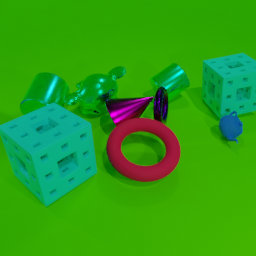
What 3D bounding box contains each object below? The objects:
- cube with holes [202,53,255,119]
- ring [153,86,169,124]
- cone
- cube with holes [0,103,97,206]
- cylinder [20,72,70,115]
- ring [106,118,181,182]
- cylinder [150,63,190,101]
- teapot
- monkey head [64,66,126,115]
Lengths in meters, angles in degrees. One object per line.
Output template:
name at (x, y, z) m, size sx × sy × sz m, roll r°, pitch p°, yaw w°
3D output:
cube with holes at (3.012, -1.249, 8.115) m, size 1.267 × 1.267 × 1.267 m, roll -12°, pitch 35°, yaw -6°
ring at (0.905, -0.565, 7.609) m, size 0.226 × 1.128 × 1.128 m, roll 4°, pitch 37°, yaw 18°
cone at (0.179, -0.533, 7.248) m, size 1.127 × 1.123 × 1.123 m, roll -28°, pitch 37°, yaw 11°
cube with holes at (-1.653, 0.491, 5.964) m, size 1.335 × 1.335 × 1.335 m, roll 27°, pitch 44°, yaw 36°
cylinder at (-2.269, -0.798, 7.726) m, size 1.064 × 1.064 × 1.064 m, roll 6°, pitch 54°, yaw 8°
ring at (0.350, 0.445, 6.317) m, size 1.684 × 0.337 × 1.684 m, roll 2°, pitch 51°, yaw -2°
cylinder at (1.274, -1.385, 8.597) m, size 0.903 × 0.903 × 0.903 m, roll -35°, pitch 44°, yaw -2°
teapot at (2.702, -0.010, 7.241) m, size 0.522 × 0.663 × 1.066 m, roll -22°, pitch 41°, yaw 43°
monkey head at (-1.003, -1.138, 8.046) m, size 1.982 × 1.194 × 1.426 m, roll -34°, pitch 66°, yaw -18°
